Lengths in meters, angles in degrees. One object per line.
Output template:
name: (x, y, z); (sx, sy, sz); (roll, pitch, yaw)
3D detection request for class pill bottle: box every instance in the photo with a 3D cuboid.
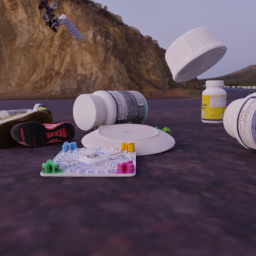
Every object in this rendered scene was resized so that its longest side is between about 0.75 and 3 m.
pill bottle: (2.947, -0.073, 5.538); (1.294, 1.294, 2.331); (-2, 7, -13)
pill bottle: (3.617, -1.094, 11.779); (0.977, 1.744, 0.977); (0, 7, 0)
pill bottle: (-0.548, -0.578, 9.347); (1.333, 1.333, 2.358); (7, 10, 43)

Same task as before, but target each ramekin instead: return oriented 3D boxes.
ramekin: (1.739, -1.947, 7.426); (1.533, 0.747, 1.533); (-26, -13, -6)

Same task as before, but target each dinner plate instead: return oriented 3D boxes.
dinner plate: (0.009, 0.187, 6.659); (2.204, 0.267, 2.204); (0, 13, 0)

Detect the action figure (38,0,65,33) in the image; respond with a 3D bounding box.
action figure: (-2.870, -4.232, 10.645); (0.801, 0.932, 1.569); (-31, 3, -3)

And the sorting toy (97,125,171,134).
sorting toy: (0.155, 0.163, 7.681); (2.086, 0.307, 1.542); (1, 9, 5)

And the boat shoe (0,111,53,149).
boat shoe: (-2.807, -0.044, 7.159); (0.745, 0.830, 2.244); (9, 10, 21)

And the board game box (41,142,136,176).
board game box: (-0.598, 0.505, 4.955); (1.468, 0.190, 1.468); (0, 11, 2)

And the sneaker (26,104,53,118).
sneaker: (-3.424, -0.457, 11.309); (0.886, 0.779, 2.093); (6, 16, -4)

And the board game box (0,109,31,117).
board game box: (-5.295, -0.640, 13.408); (1.048, 0.457, 1.421); (7, 10, 41)

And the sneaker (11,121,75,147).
sneaker: (-2.152, 0.186, 6.963); (0.720, 0.612, 1.659); (-9, -6, 43)

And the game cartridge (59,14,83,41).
game cartridge: (-2.543, -4.448, 12.338); (1.185, 0.360, 1.777); (44, 5, -26)
